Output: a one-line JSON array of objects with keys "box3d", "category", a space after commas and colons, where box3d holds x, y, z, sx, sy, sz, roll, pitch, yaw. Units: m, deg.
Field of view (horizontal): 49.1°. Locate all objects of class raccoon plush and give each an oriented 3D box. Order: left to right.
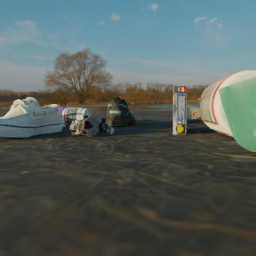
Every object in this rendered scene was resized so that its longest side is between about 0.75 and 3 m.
[{"box3d": [-1.027, 0.080, 7.477, 1.099, 0.532, 0.737, 29, -26, -32], "category": "raccoon plush"}]

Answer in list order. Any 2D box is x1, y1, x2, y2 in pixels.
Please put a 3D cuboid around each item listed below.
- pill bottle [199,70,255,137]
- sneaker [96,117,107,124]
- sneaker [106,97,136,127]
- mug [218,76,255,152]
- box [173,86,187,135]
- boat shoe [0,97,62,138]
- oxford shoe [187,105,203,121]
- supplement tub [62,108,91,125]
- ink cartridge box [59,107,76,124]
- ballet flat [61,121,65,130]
[{"box3d": [2.779, -0.586, 7.447, 1.562, 1.562, 2.822, 0, 4, 4], "category": "pill bottle"}, {"box3d": [-1.299, -0.291, 11.977, 0.840, 0.294, 0.456, -7, 0, -4], "category": "sneaker"}, {"box3d": [-0.247, -0.659, 11.596, 1.079, 1.134, 2.862, -1, 3, 5], "category": "sneaker"}, {"box3d": [2.317, -0.254, 4.261, 1.649, 1.241, 2.007, -17, 2, 37], "category": "mug"}, {"box3d": [1.612, -0.554, 8.620, 0.392, 1.347, 1.968, 1, 5, 12], "category": "box"}, {"box3d": [-2.748, -0.313, 7.491, 1.044, 1.028, 2.945, 2, 5, 21], "category": "boat shoe"}, {"box3d": [3.494, -0.803, 14.982, 2.535, 0.897, 0.936, -5, 9, -44], "category": "oxford shoe"}, {"box3d": [-2.120, -0.473, 11.579, 1.031, 0.724, 0.724, 2, 5, 22], "category": "supplement tub"}, {"box3d": [-2.968, -0.584, 12.966, 1.389, 0.777, 2.035, -2, 7, -25], "category": "ink cartridge box"}, {"box3d": [-3.196, -0.375, 9.946, 2.465, 0.885, 0.885, 5, 6, 40], "category": "ballet flat"}]
